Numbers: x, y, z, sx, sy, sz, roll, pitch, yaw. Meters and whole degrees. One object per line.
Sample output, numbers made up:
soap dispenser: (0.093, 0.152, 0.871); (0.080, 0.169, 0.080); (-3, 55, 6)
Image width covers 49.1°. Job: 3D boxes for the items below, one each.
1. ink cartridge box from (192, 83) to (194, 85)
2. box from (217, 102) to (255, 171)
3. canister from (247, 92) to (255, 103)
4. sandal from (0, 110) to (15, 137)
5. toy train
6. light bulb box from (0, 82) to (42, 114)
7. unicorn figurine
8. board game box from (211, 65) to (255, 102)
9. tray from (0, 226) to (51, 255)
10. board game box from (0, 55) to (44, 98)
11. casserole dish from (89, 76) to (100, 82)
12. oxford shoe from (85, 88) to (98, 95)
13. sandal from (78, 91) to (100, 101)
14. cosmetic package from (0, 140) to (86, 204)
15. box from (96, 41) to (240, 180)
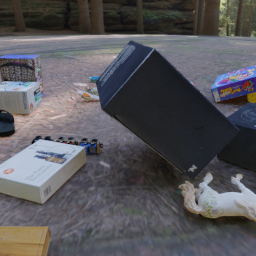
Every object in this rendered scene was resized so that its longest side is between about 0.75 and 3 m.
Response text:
ink cartridge box: (2.855, -2.135, 14.501); (1.013, 0.342, 0.590); (0, 23, -1)
box: (3.830, 0.269, 7.671); (1.988, 1.232, 1.954); (20, 30, 38)
canister: (6.166, -1.652, 12.801); (1.138, 0.663, 1.532); (-1, 20, 35)
sandal: (-4.432, -0.309, 9.981); (0.790, 0.503, 2.103); (-13, 26, -28)
toy train: (-1.813, 0.501, 8.255); (2.178, 0.372, 0.499); (3, 27, 8)
light bulb box: (-4.638, -1.282, 11.652); (1.585, 0.989, 1.571); (1, 23, 2)
unicorn figurine: (2.175, 1.416, 5.601); (2.174, 0.803, 1.493); (-18, 15, 13)
board game box: (5.184, -2.166, 13.266); (1.989, 0.662, 2.959); (-13, 15, 29)
tray: (-2.227, 2.020, 4.419); (1.796, 0.333, 0.886); (0, 39, 0)
board game box: (-4.810, -2.270, 12.740); (1.557, 1.953, 0.946); (0, 23, 1)
casserole dish: (-1.698, -2.832, 16.313); (1.117, 0.217, 0.677); (0, 23, -1)
oxford shoe: (-1.572, -1.798, 13.729); (1.161, 0.335, 0.436); (-3, 20, -13)
sandal: (-1.767, -1.363, 12.779); (1.146, 0.328, 0.439); (18, 25, -11)
cosmetic package: (-2.167, 0.975, 6.978); (1.486, 0.509, 1.971); (6, 24, 20)
box: (0.788, -0.622, 7.204); (2.807, 1.676, 2.855); (38, 11, -20)
